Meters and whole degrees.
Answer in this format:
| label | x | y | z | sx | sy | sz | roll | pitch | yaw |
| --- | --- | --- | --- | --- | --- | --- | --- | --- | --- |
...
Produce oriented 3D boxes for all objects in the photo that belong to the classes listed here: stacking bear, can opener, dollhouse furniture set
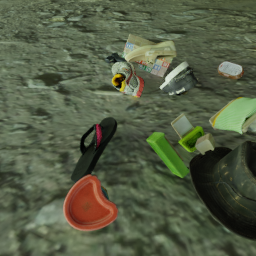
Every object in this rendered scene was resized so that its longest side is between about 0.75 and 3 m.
| label | x | y | z | sx | sy | sz | roll | pitch | yaw |
| --- | --- | --- | --- | --- | --- | --- | --- | --- | --- |
| stacking bear | -0.682 | 1.344 | 5.157 | 0.797 | 1.402 | 0.851 | -33 | 85 | -6 |
| can opener | -0.327 | -2.643 | 11.258 | 0.629 | 0.507 | 1.600 | -43 | 40 | -10 |
| dollhouse furniture set | 1.864 | -0.172 | 6.587 | 2.803 | 1.082 | 1.401 | -39 | 9 | -7 |

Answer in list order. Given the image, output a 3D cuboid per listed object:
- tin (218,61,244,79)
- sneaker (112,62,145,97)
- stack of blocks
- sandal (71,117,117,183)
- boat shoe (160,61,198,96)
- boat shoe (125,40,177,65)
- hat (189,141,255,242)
| label | x | y | z | sx | sy | sz | roll | pitch | yaw |
| --- | --- | --- | --- | --- | --- | --- | --- | --- | --- |
| tin | 4.038 | -2.291 | 11.032 | 0.594 | 0.222 | 1.060 | -50 | 49 | -8 |
| sneaker | -0.178 | -1.842 | 9.922 | 0.880 | 0.833 | 2.141 | 6 | 27 | -27 |
| stack of blocks | 0.723 | -2.762 | 10.746 | 1.800 | 1.036 | 0.527 | 19 | 55 | -7 |
| sandal | -0.870 | 0.349 | 6.912 | 0.850 | 0.510 | 2.264 | -30 | 23 | 36 |
| boat shoe | 1.651 | -1.386 | 8.906 | 0.938 | 2.538 | 0.766 | -37 | 87 | -3 |
| boat shoe | 0.803 | -2.516 | 9.681 | 1.800 | 0.585 | 0.649 | -15 | -2 | -6 |
| hat | 2.467 | 0.939 | 5.672 | 2.516 | 1.015 | 2.516 | 9 | 35 | -6 |
